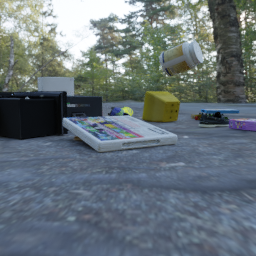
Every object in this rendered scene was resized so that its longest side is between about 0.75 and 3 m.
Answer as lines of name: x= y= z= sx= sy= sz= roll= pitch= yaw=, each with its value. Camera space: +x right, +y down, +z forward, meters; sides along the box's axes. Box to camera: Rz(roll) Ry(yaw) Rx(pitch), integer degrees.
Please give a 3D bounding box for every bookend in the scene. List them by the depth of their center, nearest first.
bookend: x=-3.880 y=-0.424 z=8.304 sx=2.929 sy=1.357 sz=2.947 roll=5 pitch=9 yaw=39

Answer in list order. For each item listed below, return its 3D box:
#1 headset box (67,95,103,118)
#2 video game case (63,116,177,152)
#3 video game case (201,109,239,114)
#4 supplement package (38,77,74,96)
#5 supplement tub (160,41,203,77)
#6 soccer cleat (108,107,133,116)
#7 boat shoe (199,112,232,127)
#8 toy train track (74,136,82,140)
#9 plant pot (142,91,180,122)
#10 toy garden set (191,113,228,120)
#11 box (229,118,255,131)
headset box: x=-2.544 y=-0.648 z=10.754 sx=2.311 sy=1.231 sz=2.654 roll=-5 pitch=9 yaw=-44
video game case: x=-0.297 y=0.070 z=7.397 sx=2.182 sy=0.275 sz=2.394 roll=-4 pitch=17 yaw=-31
video game case: x=4.549 y=-0.842 z=14.051 sx=1.494 sy=0.186 sz=2.087 roll=0 pitch=5 yaw=7
supplement package: x=-3.851 y=-1.606 z=15.020 sx=1.687 sy=2.166 sz=1.201 roll=-4 pitch=8 yaw=-31
supplement tub: x=2.318 y=-3.009 z=12.170 sx=1.606 sy=1.159 sz=1.159 roll=-16 pitch=-3 yaw=33
soccer cleat: x=-0.173 y=-0.570 z=13.493 sx=0.931 sy=0.719 sz=2.225 roll=33 pitch=13 yaw=17
boat shoe: x=3.529 y=-0.361 z=11.123 sx=1.760 sy=0.584 sz=0.658 roll=-3 pitch=7 yaw=-26
toy train track: x=-0.834 y=0.216 z=7.758 sx=1.314 sy=0.214 sz=0.754 roll=-1 pitch=6 yaw=-7
plant pot: x=1.654 y=-0.924 z=13.201 sx=1.400 sy=1.401 sz=1.235 roll=-4 pitch=18 yaw=-34
toy garden set: x=4.041 y=-0.664 z=14.675 sx=1.591 sy=0.381 sz=1.909 roll=-1 pitch=7 yaw=-8
box: x=4.696 y=-0.107 z=9.921 sx=1.208 sy=0.345 sz=1.765 roll=-5 pitch=8 yaw=-36
